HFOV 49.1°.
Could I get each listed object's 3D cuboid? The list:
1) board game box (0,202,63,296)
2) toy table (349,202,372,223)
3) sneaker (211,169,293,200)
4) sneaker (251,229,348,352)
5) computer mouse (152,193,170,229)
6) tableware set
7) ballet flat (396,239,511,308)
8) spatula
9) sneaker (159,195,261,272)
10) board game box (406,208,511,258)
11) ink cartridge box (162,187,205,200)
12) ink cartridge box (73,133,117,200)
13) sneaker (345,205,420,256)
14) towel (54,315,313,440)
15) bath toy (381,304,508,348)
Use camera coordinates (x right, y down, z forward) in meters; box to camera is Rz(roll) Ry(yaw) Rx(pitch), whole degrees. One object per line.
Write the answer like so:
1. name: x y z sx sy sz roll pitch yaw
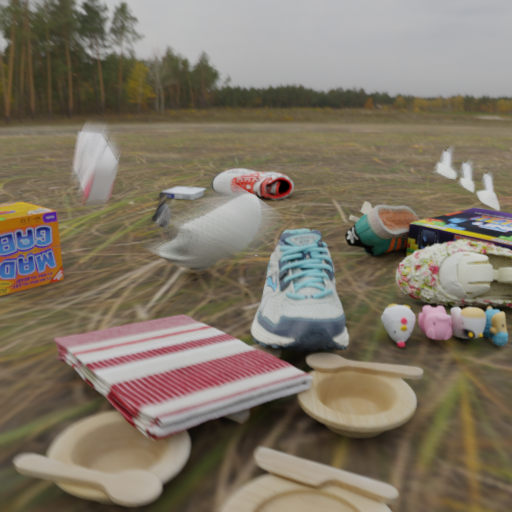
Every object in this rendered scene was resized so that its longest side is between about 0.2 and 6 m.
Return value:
1. board game box: -3.920 -0.148 8.882 1.154 1.154 1.155 15 22 40
2. toy table: 2.257 -0.606 11.185 0.538 0.844 0.918 24 -7 33
3. sneaker: -0.078 -2.007 15.746 2.268 0.757 1.215 0 14 -10
4. sneaker: 0.486 0.311 6.909 1.082 1.204 2.789 2 12 -3
5. computer mouse: -1.946 -0.847 11.440 0.245 0.613 1.119 9 -16 -2
6. tableware set: -0.030 1.482 4.823 2.779 0.386 3.327 6 18 20
7. ballet flat: 3.346 0.245 7.728 2.691 1.018 0.860 0 -4 4
8. spatula: 4.102 -1.497 10.851 1.340 0.155 1.927 30 28 5
9. sneaker: -0.705 -0.359 8.813 0.756 1.879 0.718 20 43 -42
10. board game box: 4.344 -0.179 9.735 2.155 0.739 2.607 -15 22 -37
11. ink cartridge box: -2.039 -1.782 15.978 0.956 0.211 0.974 6 16 18
12. ink cartridge box: -2.843 -1.586 9.854 0.436 0.748 1.033 -1 39 -33
13. sneaker: 2.448 -0.440 10.484 0.873 0.780 2.186 -31 -24 35
14. towel: -0.823 1.098 5.646 1.694 0.267 2.352 -8 14 -37
15. bath toy: 2.245 0.856 6.768 1.417 0.616 0.524 1 57 0
